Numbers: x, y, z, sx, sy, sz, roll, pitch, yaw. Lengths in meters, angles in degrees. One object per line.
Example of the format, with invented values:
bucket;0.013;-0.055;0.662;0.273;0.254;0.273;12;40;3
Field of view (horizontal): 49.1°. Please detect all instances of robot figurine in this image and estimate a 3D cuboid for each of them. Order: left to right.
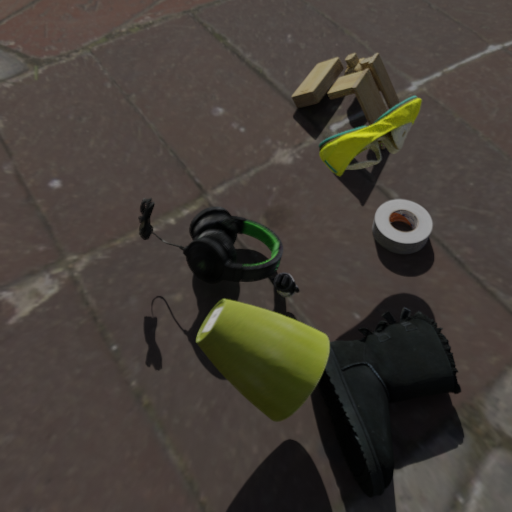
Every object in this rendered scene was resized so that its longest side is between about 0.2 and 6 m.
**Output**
robot figurine;0.531;0.540;10.261;0.372;0.597;0.448;-31;61;2

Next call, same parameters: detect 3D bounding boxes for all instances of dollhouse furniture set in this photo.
dollhouse furniture set;2.294;-3.745;13.778;2.070;1.687;1.968;-1;44;44

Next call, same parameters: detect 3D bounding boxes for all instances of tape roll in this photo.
tape roll;2.988;-0.604;11.501;1.161;0.384;1.161;0;53;0

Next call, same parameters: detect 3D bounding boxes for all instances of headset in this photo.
headset;-0.821;-0.378;10.484;2.722;1.279;1.681;7;36;-5

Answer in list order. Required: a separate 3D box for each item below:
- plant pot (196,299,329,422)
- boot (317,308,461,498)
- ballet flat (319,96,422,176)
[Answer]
plant pot;-0.019;1.374;8.289;1.612;1.509;1.509;34;56;-12
boot;2.276;2.251;9.136;2.229;1.007;2.720;-11;55;-13
ballet flat;2.231;-2.146;10.339;2.355;0.787;0.789;-28;83;-17
